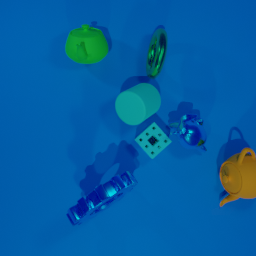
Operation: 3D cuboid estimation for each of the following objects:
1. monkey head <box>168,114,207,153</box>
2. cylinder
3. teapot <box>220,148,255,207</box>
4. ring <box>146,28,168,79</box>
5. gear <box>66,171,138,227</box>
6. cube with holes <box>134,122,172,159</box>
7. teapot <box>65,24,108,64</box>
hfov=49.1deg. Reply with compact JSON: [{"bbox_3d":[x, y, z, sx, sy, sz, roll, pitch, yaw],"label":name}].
[{"bbox_3d":[1.592,0.155,7.724,1.526,1.098,0.920,28,63,-38],"label":"monkey head"},{"bbox_3d":[0.279,-0.656,7.519,0.923,0.923,0.923,15,119,28],"label":"cylinder"},{"bbox_3d":[2.999,1.368,7.611,0.981,1.245,2.003,-5,122,-19],"label":"teapot"},{"bbox_3d":[0.774,-2.031,7.705,0.274,1.372,1.372,8,88,-9],"label":"ring"},{"bbox_3d":[-0.643,1.825,7.245,1.933,1.933,0.358,-35,73,-1],"label":"gear"},{"bbox_3d":[0.687,0.354,7.931,0.714,0.714,0.714,-42,88,-2],"label":"cube with holes"},{"bbox_3d":[-1.139,-2.310,7.614,1.190,1.914,0.937,4,127,3],"label":"teapot"}]
